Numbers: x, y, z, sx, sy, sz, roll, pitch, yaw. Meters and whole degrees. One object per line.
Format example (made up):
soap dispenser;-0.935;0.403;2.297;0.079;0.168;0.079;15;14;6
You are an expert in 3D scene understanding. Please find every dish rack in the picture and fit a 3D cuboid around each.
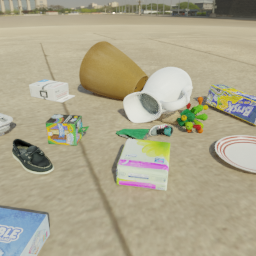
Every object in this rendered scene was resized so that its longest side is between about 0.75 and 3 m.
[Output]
dish rack;-5.557;-0.011;9.725;2.648;0.577;2.273;18;32;33

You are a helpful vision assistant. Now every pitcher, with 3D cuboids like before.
pitcher;1.631;-1.330;10.958;2.530;1.788;2.949;3;28;40

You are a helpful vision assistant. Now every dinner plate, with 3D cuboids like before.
dinner plate;3.752;0.805;8.366;2.263;0.274;2.263;1;26;0

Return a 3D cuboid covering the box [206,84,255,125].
box;4.405;-0.998;11.233;0.814;0.887;2.533;-9;29;-33

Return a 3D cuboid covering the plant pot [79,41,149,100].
plant pot;-0.446;-2.382;12.975;2.670;2.488;2.488;30;37;26

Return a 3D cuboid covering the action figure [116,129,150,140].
action figure;0.121;0.200;9.570;1.204;0.329;0.711;6;27;28

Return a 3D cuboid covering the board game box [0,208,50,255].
board game box;-3.222;2.392;4.611;2.831;0.614;2.817;5;25;10

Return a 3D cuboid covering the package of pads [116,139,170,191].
package of pads;0.439;0.945;7.689;1.358;0.600;1.758;6;25;9

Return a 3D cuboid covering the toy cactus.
toy cactus;2.101;-0.451;10.428;1.663;1.030;2.015;-1;33;20

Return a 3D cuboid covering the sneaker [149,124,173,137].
sneaker;1.224;0.123;9.697;0.927;0.388;0.560;-16;20;-33

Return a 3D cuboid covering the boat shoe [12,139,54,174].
boat shoe;-2.793;0.752;8.085;0.671;0.596;1.797;-22;33;-38

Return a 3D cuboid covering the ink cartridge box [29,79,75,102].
ink cartridge box;-3.606;-1.800;13.409;1.883;0.628;1.091;12;28;24

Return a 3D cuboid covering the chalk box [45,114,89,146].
chalk box;-1.954;0.060;9.329;1.285;0.796;0.802;5;25;7
